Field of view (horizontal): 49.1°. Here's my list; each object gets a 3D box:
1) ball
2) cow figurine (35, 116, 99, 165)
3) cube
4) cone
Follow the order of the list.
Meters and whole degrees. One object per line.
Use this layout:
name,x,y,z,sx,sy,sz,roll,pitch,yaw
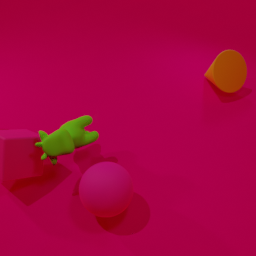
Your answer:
ball,-0.469,1.325,6.086,1.179,1.179,1.179,0,43,0
cow figurine,-1.506,0.253,6.795,1.515,0.845,1.539,-25,9,-24
cube,-2.698,0.606,6.716,0.984,0.984,0.984,14,11,43
cone,3.128,-1.919,9.882,1.403,1.403,1.409,-19,11,-19
